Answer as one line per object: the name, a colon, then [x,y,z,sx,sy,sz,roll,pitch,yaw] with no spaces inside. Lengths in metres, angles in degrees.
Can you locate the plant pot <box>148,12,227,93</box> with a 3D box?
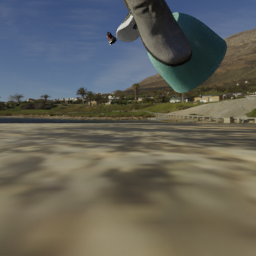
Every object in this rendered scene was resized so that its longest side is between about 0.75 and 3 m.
plant pot: [1.985,-3.012,10.654,2.116,2.637,2.637,35,-14,-24]

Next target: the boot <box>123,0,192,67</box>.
boot: [0.483,-2.569,5.818,0.894,2.561,1.686,-34,-12,-2]

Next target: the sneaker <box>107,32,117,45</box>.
sneaker: [-0.715,-3.697,11.408,0.325,0.496,0.859,-28,11,-6]

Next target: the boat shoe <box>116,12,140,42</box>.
boat shoe: [0.215,-3.121,8.227,0.648,0.535,1.889,21,-16,-20]
